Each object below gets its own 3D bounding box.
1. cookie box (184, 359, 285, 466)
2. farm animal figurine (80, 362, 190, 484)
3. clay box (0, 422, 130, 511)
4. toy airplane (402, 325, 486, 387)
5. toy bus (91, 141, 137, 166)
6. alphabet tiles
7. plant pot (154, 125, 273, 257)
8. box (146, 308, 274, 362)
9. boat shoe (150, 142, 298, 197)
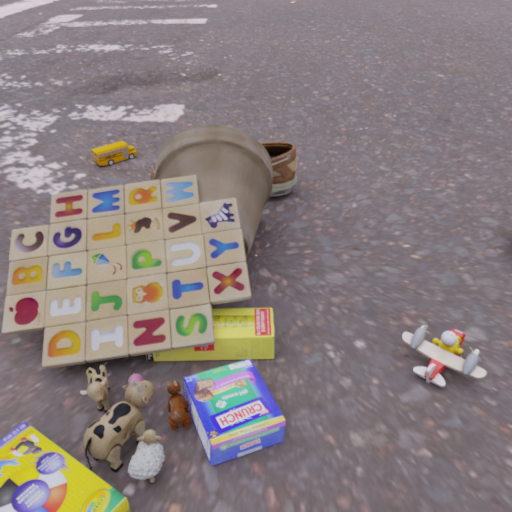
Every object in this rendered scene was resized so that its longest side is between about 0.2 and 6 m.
[{"bbox_3d":[-0.321,2.082,7.624,1.048,0.460,1.225,-12,37,-20],"label":"cookie box"},{"bbox_3d":[-1.750,2.012,7.344,1.621,0.845,1.604,8,38,16],"label":"farm animal figurine"},{"bbox_3d":[-2.424,2.914,6.366,2.149,0.511,1.235,21,40,28],"label":"clay box"},{"bbox_3d":[2.783,1.442,8.349,1.007,0.710,1.002,-2,35,-3],"label":"toy airplane"},{"bbox_3d":[-3.691,-2.676,14.593,1.130,0.442,0.368,-25,42,-32],"label":"toy bus"},{"bbox_3d":[-2.095,0.111,9.031,3.841,0.122,3.196,-8,60,-1],"label":"alphabet tiles"},{"bbox_3d":[-0.843,-0.910,10.714,2.392,2.392,2.075,0,52,0],"label":"plant pot"},{"bbox_3d":[-0.717,1.234,8.829,1.993,0.499,0.750,0,34,0],"label":"box"},{"bbox_3d":[-0.652,-2.046,12.462,3.429,1.231,1.298,-8,43,-22],"label":"boat shoe"}]
